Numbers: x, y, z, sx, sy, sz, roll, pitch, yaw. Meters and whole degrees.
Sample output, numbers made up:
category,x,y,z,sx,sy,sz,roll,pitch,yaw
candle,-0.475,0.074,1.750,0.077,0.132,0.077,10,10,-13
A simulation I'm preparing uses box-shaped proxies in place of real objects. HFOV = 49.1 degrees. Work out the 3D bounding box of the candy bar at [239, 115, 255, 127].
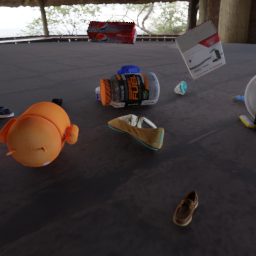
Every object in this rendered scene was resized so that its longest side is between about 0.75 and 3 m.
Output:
category,x,y,z,sx,sy,sz,roll,pitch,yaw
candy bar,5.216,-0.290,12.300,0.357,0.159,1.433,2,23,4

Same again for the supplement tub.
category,x,y,z,sx,sy,sz,roll,pitch,yaw
supplement tub,0.046,-1.910,14.209,2.762,1.692,1.692,-8,24,-16

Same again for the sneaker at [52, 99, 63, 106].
category,x,y,z,sx,sy,sz,roll,pitch,yaw
sneaker,-3.766,-1.381,14.787,0.537,0.309,1.029,-2,18,-5

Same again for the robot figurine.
category,x,y,z,sx,sy,sz,roll,pitch,yaw
robot figurine,-2.900,0.174,9.216,2.099,1.701,2.918,37,17,-14

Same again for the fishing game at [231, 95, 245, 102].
category,x,y,z,sx,sy,sz,roll,pitch,yaw
fishing game,6.607,-1.595,15.365,1.258,0.273,1.757,-21,23,-41

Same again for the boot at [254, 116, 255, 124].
category,x,y,z,sx,sy,sz,roll,pitch,yaw
boot,5.954,-0.491,12.076,0.778,0.392,1.041,11,65,34

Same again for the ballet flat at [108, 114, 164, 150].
category,x,y,z,sx,sy,sz,roll,pitch,yaw
ballet flat,0.321,-0.043,10.619,0.967,0.888,2.818,10,11,-46

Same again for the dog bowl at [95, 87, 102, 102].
category,x,y,z,sx,sy,sz,roll,pitch,yaw
dog bowl,-1.040,-1.900,15.619,1.524,0.600,1.524,0,22,0

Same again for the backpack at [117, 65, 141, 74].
category,x,y,z,sx,sy,sz,roll,pitch,yaw
backpack,0.114,-3.215,17.675,1.457,1.505,1.793,-5,21,-24

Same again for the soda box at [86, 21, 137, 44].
category,x,y,z,sx,sy,sz,roll,pitch,yaw
soda box,-0.774,-4.610,13.483,2.311,0.809,0.733,7,68,14

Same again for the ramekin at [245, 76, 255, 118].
category,x,y,z,sx,sy,sz,roll,pitch,yaw
ramekin,6.494,-1.393,12.290,2.328,2.328,1.135,20,22,40

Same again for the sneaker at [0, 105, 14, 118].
category,x,y,z,sx,sy,sz,roll,pitch,yaw
sneaker,-6.030,-0.807,13.084,1.340,0.532,0.526,4,21,5

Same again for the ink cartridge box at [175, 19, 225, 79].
category,x,y,z,sx,sy,sz,roll,pitch,yaw
ink cartridge box,2.863,-2.973,10.911,1.457,1.986,0.823,-27,59,15

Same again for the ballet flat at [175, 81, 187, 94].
category,x,y,z,sx,sy,sz,roll,pitch,yaw
ballet flat,3.153,-2.359,16.959,0.673,0.673,1.875,8,21,18

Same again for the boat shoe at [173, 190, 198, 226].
category,x,y,z,sx,sy,sz,roll,pitch,yaw
boat shoe,1.387,1.885,6.697,0.410,0.385,1.140,12,25,27
